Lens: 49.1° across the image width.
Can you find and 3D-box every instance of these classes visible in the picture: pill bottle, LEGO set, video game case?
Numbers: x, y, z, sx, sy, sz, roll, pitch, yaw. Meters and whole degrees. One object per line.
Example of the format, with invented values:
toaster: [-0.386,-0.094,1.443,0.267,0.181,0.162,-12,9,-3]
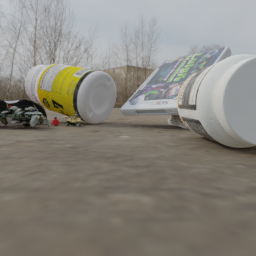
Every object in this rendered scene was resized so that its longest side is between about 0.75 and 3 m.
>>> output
pill bottle: [1.621,-0.407,4.415,1.342,1.342,2.306,0,5,-1]
pill bottle: [-2.032,-1.277,9.586,2.983,1.704,1.704,17,14,33]
LEGO set: [-2.517,-0.357,7.708,2.439,0.691,1.584,-5,7,-44]
video game case: [1.327,-1.324,8.073,2.419,0.311,2.661,3,44,49]

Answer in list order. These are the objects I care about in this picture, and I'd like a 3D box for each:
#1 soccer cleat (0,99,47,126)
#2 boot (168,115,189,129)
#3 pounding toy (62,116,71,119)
soccer cleat: [-3.511,-0.402,8.364,0.841,0.784,2.299,-25,-15,33]
boot: [1.632,-0.493,8.112,0.683,0.888,1.858,-1,5,-10]
pounding toy: [-2.512,-0.692,12.696,0.992,0.516,1.129,1,5,3]
